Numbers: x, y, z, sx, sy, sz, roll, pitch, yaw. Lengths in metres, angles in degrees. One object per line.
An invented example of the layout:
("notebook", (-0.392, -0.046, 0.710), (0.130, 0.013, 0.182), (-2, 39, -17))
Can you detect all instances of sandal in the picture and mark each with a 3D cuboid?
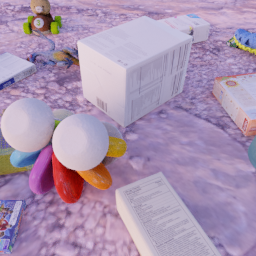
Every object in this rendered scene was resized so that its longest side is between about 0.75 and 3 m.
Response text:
("sandal", (5.592, -3.605, 11.710), (1.004, 1.100, 2.526), (-26, 54, -28))

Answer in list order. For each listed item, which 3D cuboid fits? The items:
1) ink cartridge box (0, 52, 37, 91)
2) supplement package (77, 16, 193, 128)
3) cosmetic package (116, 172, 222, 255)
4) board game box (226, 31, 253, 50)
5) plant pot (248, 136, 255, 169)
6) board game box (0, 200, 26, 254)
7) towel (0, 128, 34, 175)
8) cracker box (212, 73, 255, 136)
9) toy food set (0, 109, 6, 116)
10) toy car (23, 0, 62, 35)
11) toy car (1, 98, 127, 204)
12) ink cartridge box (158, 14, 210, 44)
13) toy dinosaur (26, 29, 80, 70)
("ink cartridge box", (-4.837, -2.234, 10.884), (1.802, 0.366, 1.798), (27, 49, 26))
("supplement package", (0.236, -1.949, 9.205), (2.887, 2.175, 2.191), (-32, 53, -30))
("cosmetic package", (0.756, 2.167, 5.793), (1.210, 0.854, 2.338), (-18, 45, -18))
("board game box", (5.362, -4.129, 13.070), (0.892, 0.200, 1.703), (31, 51, 27))
("plant pot", (4.232, 0.368, 7.337), (1.734, 1.392, 1.734), (0, 42, 0))
("board game box", (-2.845, 2.169, 6.260), (0.808, 0.206, 1.194), (1, 43, 1))
("towel", (-2.581, 0.411, 8.094), (2.590, 0.295, 1.860), (-9, 43, -10))
("cracker box", (4.032, -0.857, 9.107), (1.639, 0.706, 2.447), (-7, 40, -8))
("toy food set", (-3.831, -0.546, 9.264), (0.526, 0.130, 0.828), (31, 43, 29))
("toy car", (-4.184, -5.647, 13.346), (1.656, 2.016, 1.590), (0, 43, 0))
("toy car", (-1.559, 0.630, 6.707), (2.862, 2.505, 2.146), (17, 89, 12))
("ink cartridge box", (2.344, -4.485, 12.968), (2.437, 0.827, 1.403), (-17, 45, -17))
("toy dinosaur", (-2.933, -2.708, 11.292), (2.287, 2.521, 1.323), (9, 73, 45))
